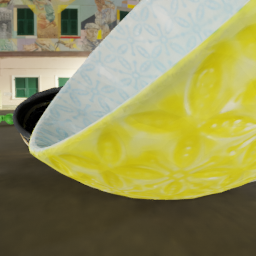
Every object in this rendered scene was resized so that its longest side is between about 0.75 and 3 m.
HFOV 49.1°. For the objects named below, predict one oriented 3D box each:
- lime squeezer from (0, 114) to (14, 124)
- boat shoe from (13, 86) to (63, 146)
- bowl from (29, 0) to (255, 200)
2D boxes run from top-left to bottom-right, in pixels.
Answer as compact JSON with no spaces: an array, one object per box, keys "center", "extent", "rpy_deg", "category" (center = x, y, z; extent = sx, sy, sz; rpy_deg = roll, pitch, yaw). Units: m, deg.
[{"center":[-4.515,-0.227,10.051],"extent":[2.209,0.417,0.780],"rpy_deg":[0,35,-21],"category":"lime squeezer"},{"center":[-0.171,-0.189,3.927],"extent":[2.939,1.096,0.915],"rpy_deg":[-6,-12,2],"category":"boat shoe"},{"center":[0.740,-0.438,2.465],"extent":[1.576,2.930,2.930],"rpy_deg":[44,-13,-20],"category":"bowl"}]
